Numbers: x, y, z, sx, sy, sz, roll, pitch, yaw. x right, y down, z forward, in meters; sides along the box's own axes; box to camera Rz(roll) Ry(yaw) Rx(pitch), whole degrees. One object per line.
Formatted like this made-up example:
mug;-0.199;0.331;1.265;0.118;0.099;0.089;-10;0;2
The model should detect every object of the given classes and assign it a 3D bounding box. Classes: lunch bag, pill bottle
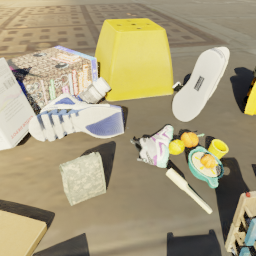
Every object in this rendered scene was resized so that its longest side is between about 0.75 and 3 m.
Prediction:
lunch bag;-1.019;1.054;6.260;0.886;1.081;0.636;-17;36;-23
pill bottle;-1.188;-1.219;9.775;1.110;0.632;0.632;-39;34;10

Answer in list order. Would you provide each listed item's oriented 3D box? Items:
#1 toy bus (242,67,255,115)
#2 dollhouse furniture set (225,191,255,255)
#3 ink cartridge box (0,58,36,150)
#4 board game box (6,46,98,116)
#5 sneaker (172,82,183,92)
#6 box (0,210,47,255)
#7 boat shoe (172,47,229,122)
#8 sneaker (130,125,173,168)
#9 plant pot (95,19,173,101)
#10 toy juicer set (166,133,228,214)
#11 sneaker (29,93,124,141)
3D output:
toy bus;5.318;-1.351;9.408;2.331;1.647;2.428;19;44;21
dollhouse furniture set;1.605;2.052;4.300;2.132;1.494;1.503;-3;33;-5
ink cartridge box;-3.668;-0.631;7.830;0.928;2.120;1.541;-11;29;21
board game box;-2.972;-1.791;10.373;2.362;1.435;2.963;26;41;34
sneaker;1.973;-1.487;10.599;0.463;0.302;0.828;50;24;5
box;-2.920;2.432;4.869;1.996;0.260;2.442;10;34;15
boat shoe;2.218;-1.298;8.569;0.959;2.667;0.876;40;48;23
sneaker;0.635;0.379;7.741;1.127;0.626;1.611;8;33;11
plant pot;0.169;-2.866;11.039;2.732;2.410;2.732;-8;34;-17
toy juicer set;1.641;0.777;6.782;1.439;0.616;2.262;29;40;5
sneaker;-1.527;-0.516;8.688;2.785;1.125;1.609;-4;35;-3
